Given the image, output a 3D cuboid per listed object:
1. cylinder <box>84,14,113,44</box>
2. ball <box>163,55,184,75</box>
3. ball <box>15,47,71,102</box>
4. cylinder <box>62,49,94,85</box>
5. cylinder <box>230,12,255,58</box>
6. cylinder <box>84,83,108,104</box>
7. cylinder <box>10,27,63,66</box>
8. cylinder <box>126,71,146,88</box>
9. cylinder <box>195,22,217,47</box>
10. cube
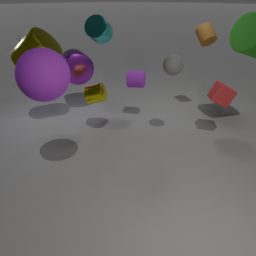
[{"bbox_3d":[-0.874,-2.972,8.484,0.700,0.700,0.700,7,4,12],"label":"cylinder"},{"bbox_3d":[1.555,-2.164,9.631,0.700,0.700,0.700,0,28,0],"label":"ball"},{"bbox_3d":[-2.222,-1.388,7.349,1.400,1.400,1.400,0,28,0],"label":"ball"},{"bbox_3d":[-2.386,-2.831,12.868,1.400,1.400,1.400,-9,26,-16],"label":"cylinder"},{"bbox_3d":[4.709,-3.297,10.175,1.400,1.400,1.400,6,22,-29],"label":"cylinder"},{"bbox_3d":[-1.246,-1.341,10.883,0.700,0.700,0.700,-11,24,17],"label":"cylinder"},{"bbox_3d":[-3.466,-2.829,10.671,1.400,1.400,1.400,-40,19,21],"label":"cylinder"},{"bbox_3d":[0.343,-2.059,11.832,0.700,0.700,0.700,4,28,14],"label":"cylinder"},{"bbox_3d":[3.245,-3.865,11.606,0.700,0.700,0.700,-17,-14,-4],"label":"cylinder"},{"bbox_3d":[3.531,-1.277,10.563,0.700,0.700,0.700,26,21,-9],"label":"cube"}]
